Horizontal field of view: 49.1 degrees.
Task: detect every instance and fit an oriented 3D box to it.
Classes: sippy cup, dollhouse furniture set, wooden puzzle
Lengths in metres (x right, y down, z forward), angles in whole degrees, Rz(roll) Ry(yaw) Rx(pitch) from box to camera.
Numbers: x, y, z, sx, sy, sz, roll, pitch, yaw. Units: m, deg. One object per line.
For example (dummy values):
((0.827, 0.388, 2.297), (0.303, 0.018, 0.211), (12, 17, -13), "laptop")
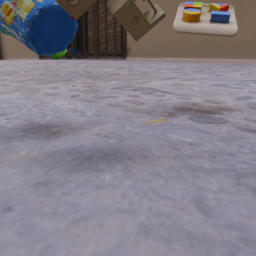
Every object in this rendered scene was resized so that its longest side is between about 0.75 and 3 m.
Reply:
((-2.193, -2.711, 6.655), (1.784, 1.912, 2.434), (45, 24, 27), "sippy cup")
((-0.487, -2.487, 5.026), (1.841, 1.290, 1.297), (33, 24, -52), "dollhouse furniture set")
((2.573, -3.736, 9.237), (1.957, 0.489, 2.113), (8, 44, 10), "wooden puzzle")
